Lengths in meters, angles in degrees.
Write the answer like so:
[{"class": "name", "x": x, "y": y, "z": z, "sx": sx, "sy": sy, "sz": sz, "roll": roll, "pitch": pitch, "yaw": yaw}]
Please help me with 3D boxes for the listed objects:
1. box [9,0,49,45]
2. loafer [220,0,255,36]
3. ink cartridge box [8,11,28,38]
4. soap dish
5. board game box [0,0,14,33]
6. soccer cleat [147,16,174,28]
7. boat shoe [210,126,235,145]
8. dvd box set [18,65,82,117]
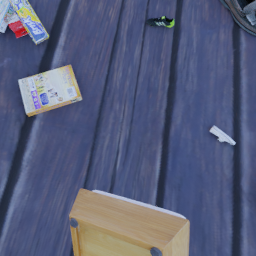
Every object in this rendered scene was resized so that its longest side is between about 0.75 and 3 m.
[{"class": "box", "x": -3.427, "y": -3.751, "z": 9.773, "sx": 0.552, "sy": 0.506, "sz": 1.575, "roll": -34, "pitch": 109, "yaw": -12}, {"class": "loafer", "x": 4.326, "y": -4.500, "z": 10.326, "sx": 0.955, "sy": 0.836, "sz": 2.658, "roll": -31, "pitch": 72, "yaw": -12}, {"class": "ink cartridge box", "x": -3.999, "y": -4.006, "z": 10.299, "sx": 0.719, "sy": 0.416, "sz": 1.238, "roll": -21, "pitch": 69, "yaw": 4}, {"class": "soap dish", "x": -0.037, "y": 1.943, "z": 4.503, "sx": 1.950, "sy": 0.792, "sz": 1.534, "roll": 9, "pitch": 112, "yaw": 28}, {"class": "board game box", "x": -4.632, "y": -4.257, "z": 10.185, "sx": 0.991, "sy": 0.252, "sz": 1.474, "roll": 20, "pitch": 86, "yaw": 26}, {"class": "soccer cleat", "x": 1.200, "y": -3.962, "z": 10.342, "sx": 1.020, "sy": 0.414, "sz": 0.344, "roll": 6, "pitch": 68, "yaw": 3}, {"class": "boat shoe", "x": 2.938, "y": 0.288, "z": 8.754, "sx": 0.852, "sy": 0.302, "sz": 0.297, "roll": 40, "pitch": 100, "yaw": 11}, {"class": "dvd box set", "x": -2.597, "y": -1.275, "z": 9.351, "sx": 1.851, "sy": 0.272, "sz": 1.354, "roll": -19, "pitch": 70, "yaw": -7}]
